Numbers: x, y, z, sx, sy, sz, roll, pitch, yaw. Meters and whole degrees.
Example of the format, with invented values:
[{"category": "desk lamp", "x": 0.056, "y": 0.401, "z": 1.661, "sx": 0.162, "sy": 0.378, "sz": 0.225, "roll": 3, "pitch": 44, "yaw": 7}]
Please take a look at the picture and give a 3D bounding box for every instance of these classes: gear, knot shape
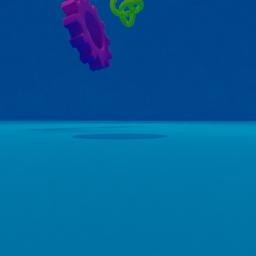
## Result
[{"category": "gear", "x": -1.095, "y": -2.669, "z": 7.902, "sx": 0.384, "sy": 2.074, "sz": 2.074, "roll": -16, "pitch": -4, "yaw": 19}, {"category": "knot shape", "x": -0.107, "y": -4.023, "z": 9.375, "sx": 1.034, "sy": 0.511, "sz": 1.105, "roll": 29, "pitch": -43, "yaw": -17}]
